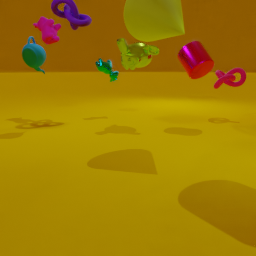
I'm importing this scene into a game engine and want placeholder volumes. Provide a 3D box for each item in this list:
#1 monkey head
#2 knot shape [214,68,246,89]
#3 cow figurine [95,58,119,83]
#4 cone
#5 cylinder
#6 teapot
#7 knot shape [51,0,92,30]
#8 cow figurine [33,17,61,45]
[{"bbox_3d":[0.213,-2.525,9.165,0.998,1.192,1.656,-38,28,-21],"label":"monkey head"},{"bbox_3d":[3.818,-1.868,10.467,1.128,0.557,1.205,-1,29,31],"label":"knot shape"},{"bbox_3d":[-0.805,-2.252,11.033,0.922,0.908,0.506,2,-26,-43],"label":"cow figurine"},{"bbox_3d":[0.872,-2.379,6.242,1.511,1.511,1.516,-5,39,-23],"label":"cone"},{"bbox_3d":[2.170,-2.171,9.003,0.878,0.878,0.878,-20,-25,-10],"label":"cylinder"},{"bbox_3d":[-2.817,-2.182,8.557,0.740,1.190,0.583,0,24,24],"label":"teapot"},{"bbox_3d":[-2.118,-4.230,10.531,1.494,0.690,1.398,34,1,-13],"label":"knot shape"},{"bbox_3d":[-3.195,-3.789,10.966,1.224,1.244,0.683,-9,-17,35],"label":"cow figurine"}]
